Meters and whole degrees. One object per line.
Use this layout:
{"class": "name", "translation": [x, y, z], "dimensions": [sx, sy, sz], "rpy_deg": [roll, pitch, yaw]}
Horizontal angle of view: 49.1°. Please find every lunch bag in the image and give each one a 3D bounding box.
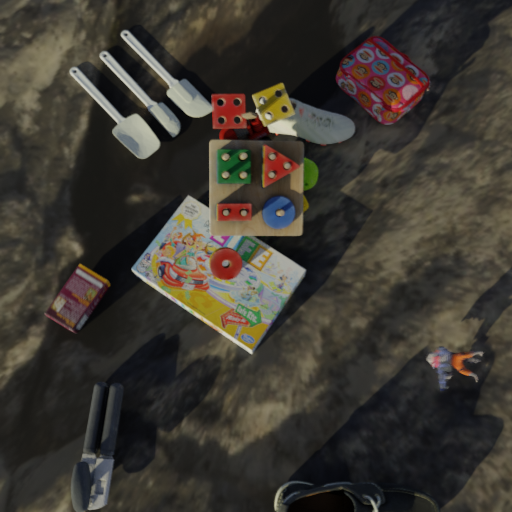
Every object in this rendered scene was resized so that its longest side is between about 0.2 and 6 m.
{"class": "lunch bag", "translation": [2.921, -4.023, 12.659], "dimensions": [1.630, 0.758, 1.851], "rpy_deg": [-41, 77, -17]}

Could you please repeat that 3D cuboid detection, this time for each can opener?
{"class": "can opener", "translation": [-2.870, 3.412, 10.131], "dimensions": [0.597, 0.748, 2.236], "rpy_deg": [4, 72, 1]}

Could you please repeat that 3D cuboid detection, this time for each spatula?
{"class": "spatula", "translation": [-2.756, -3.772, 12.807], "dimensions": [2.159, 0.249, 3.105], "rpy_deg": [-41, 76, -11]}

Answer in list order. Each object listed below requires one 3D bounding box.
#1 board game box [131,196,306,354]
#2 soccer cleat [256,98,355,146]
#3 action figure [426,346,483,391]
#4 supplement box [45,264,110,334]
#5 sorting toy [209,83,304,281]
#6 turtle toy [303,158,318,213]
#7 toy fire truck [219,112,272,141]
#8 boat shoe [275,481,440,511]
{"class": "board game box", "translation": [-0.742, 0.339, 11.283], "dimensions": [2.903, 0.497, 1.951], "rpy_deg": [32, 74, 10]}
{"class": "soccer cleat", "translation": [1.075, -2.944, 12.149], "dimensions": [2.207, 0.856, 0.765], "rpy_deg": [8, 65, 1]}
{"class": "action figure", "translation": [3.680, 2.060, 10.496], "dimensions": [0.946, 0.978, 0.511], "rpy_deg": [10, 29, 23]}
{"class": "supplement box", "translation": [-3.512, 0.852, 11.072], "dimensions": [0.657, 0.510, 1.190], "rpy_deg": [31, 74, 1]}
{"class": "sorting toy", "translation": [0.036, -1.402, 10.560], "dimensions": [1.813, 0.636, 3.760], "rpy_deg": [0, 95, -7]}
{"class": "turtle toy", "translation": [0.411, -1.413, 11.573], "dimensions": [2.033, 1.028, 1.482], "rpy_deg": [-28, 91, -10]}
{"class": "toy fire truck", "translation": [-0.253, -2.415, 10.808], "dimensions": [0.967, 1.099, 0.707], "rpy_deg": [-24, 49, 1]}
{"class": "boat shoe", "translation": [1.792, 4.462, 9.682], "dimensions": [2.904, 0.982, 1.043], "rpy_deg": [3, 70, 0]}
